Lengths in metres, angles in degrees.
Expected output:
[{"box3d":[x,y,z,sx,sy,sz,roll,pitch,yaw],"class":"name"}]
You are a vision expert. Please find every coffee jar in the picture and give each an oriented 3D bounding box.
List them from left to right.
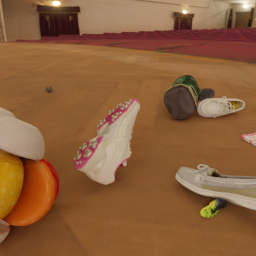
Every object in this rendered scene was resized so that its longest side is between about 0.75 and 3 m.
[{"box3d":[2.409,-1.372,12.249,1.160,1.418,2.719,-23,11,26],"class":"coffee jar"}]

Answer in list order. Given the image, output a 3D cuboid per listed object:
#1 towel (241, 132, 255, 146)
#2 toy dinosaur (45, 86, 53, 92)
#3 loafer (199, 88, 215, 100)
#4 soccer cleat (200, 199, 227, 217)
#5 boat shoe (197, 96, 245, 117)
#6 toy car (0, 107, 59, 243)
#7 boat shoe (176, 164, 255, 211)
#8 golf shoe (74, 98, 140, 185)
[{"box3d":[4.672,0.443,9.473,0.976,0.199,1.333,-11,25,-23],"class":"towel"},{"box3d":[-4.428,-2.163,15.816,0.412,0.310,0.805,14,16,-1],"class":"toy dinosaur"},{"box3d":[3.376,-1.743,14.358,2.071,0.744,0.652,1,3,-12],"class":"loafer"},{"box3d":[1.870,1.785,6.240,0.751,0.243,0.314,-17,2,-28],"class":"soccer cleat"},{"box3d":[4.025,-0.881,11.730,2.251,0.831,0.959,-4,0,-27],"class":"boat shoe"},{"box3d":[-2.587,1.002,5.937,2.843,2.488,2.132,21,-4,43],"class":"toy car"},{"box3d":[2.197,1.216,6.427,0.879,0.765,2.386,4,5,-44],"class":"boat shoe"},{"box3d":[-0.326,0.323,7.505,0.987,1.199,2.620,-12,36,54],"class":"golf shoe"}]
